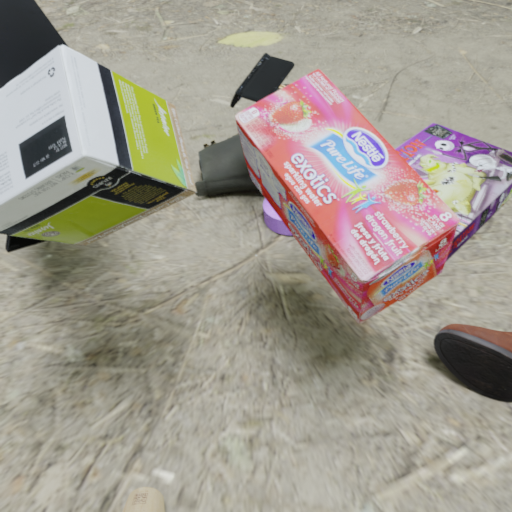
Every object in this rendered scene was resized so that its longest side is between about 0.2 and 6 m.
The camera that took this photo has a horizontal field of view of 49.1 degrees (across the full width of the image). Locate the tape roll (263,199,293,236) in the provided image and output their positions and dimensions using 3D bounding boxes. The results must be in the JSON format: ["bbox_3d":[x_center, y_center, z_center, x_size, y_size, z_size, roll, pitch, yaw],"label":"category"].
[{"bbox_3d":[0.679,-0.856,10.511,1.084,0.356,1.084,-4,41,4],"label":"tape roll"}]

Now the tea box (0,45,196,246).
[{"bbox_3d":[-1.752,-0.915,5.447,1.620,1.593,1.082,-21,74,24],"label":"tea box"}]

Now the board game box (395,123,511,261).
[{"bbox_3d":[3.454,-1.324,10.991,2.389,0.643,3.980,28,49,33],"label":"board game box"}]

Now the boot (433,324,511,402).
[{"bbox_3d":[4.054,0.887,8.201,2.568,0.934,2.728,15,43,17],"label":"boot"}]

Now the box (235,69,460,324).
[{"bbox_3d":[0.974,-0.716,6.577,1.257,1.313,2.633,-31,63,-7],"label":"box"}]

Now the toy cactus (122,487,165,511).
[{"bbox_3d":[-1.293,3.198,5.425,2.629,1.344,2.169,-19,26,6],"label":"toy cactus"}]

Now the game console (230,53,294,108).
[{"bbox_3d":[0.088,-2.836,9.340,0.554,0.837,0.951,36,73,-5],"label":"game console"}]

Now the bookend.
[{"bbox_3d":[-3.355,-1.883,7.800,1.175,2.534,2.550,-23,69,-39],"label":"bookend"}]

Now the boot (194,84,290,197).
[{"bbox_3d":[-0.193,-2.555,11.907,2.311,1.294,3.341,-6,41,0],"label":"boot"}]
